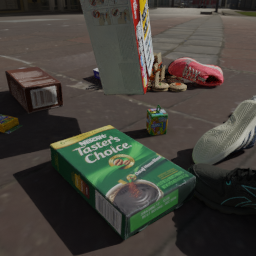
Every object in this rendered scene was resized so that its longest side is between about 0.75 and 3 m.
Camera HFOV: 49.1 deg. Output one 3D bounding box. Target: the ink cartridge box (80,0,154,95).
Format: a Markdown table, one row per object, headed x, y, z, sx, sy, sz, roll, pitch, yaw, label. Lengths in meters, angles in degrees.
| x | y | z | sx | sy | sz | roll | pitch | yaw | label |
| --- | --- | --- | --- | --- | --- | --- | --- | --- | --- |
| -0.090 | -2.831 | 7.617 | 1.233 | 2.941 | 2.582 | 1 | 44 | 14 | ink cartridge box |

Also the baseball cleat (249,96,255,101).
| x | y | z | sx | sy | sz | roll | pitch | yaw | label |
| --- | --- | --- | --- | --- | --- | --- | --- | --- | --- |
| 4.027 | -0.500 | 8.837 | 0.855 | 0.560 | 1.606 | 27 | 47 | 32 | baseball cleat |

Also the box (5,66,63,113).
| x | y | z | sx | sy | sz | roll | pitch | yaw | label |
| --- | --- | --- | --- | --- | --- | --- | --- | --- | --- |
| -3.474 | -1.478 | 10.234 | 1.293 | 0.968 | 2.583 | -16 | 33 | -29 | box |

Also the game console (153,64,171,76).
| x | y | z | sx | sy | sz | roll | pitch | yaw | label |
| --- | --- | --- | --- | --- | --- | --- | --- | --- | --- |
| 1.591 | -2.732 | 13.062 | 0.966 | 0.197 | 1.637 | -3 | 27 | -4 | game console |

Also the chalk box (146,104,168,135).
| x | y | z | sx | sy | sz | roll | pitch | yaw | label |
| --- | --- | --- | --- | --- | --- | --- | --- | --- | --- |
| 0.819 | -0.257 | 7.934 | 0.494 | 0.797 | 0.497 | -5 | 27 | -10 | chalk box |

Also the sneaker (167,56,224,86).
| x | y | z | sx | sy | sz | roll | pitch | yaw | label |
| --- | --- | --- | --- | --- | --- | --- | --- | --- | --- |
| 2.893 | -2.320 | 11.745 | 2.443 | 0.900 | 1.060 | 9 | 34 | -4 | sneaker |

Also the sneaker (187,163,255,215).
| x | y | z | sx | sy | sz | roll | pitch | yaw | label |
| --- | --- | --- | --- | --- | --- | --- | --- | --- | --- |
| 2.417 | 1.052 | 5.010 | 2.825 | 1.120 | 1.065 | 16 | 33 | 32 | sneaker |

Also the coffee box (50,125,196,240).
| x | y | z | sx | sy | sz | roll | pitch | yaw | label |
| --- | --- | --- | --- | --- | --- | --- | --- | --- | --- |
| -0.260 | 0.876 | 5.861 | 1.741 | 0.623 | 2.831 | -19 | 32 | -33 | coffee box |

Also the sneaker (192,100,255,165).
| x | y | z | sx | sy | sz | roll | pitch | yaw | label |
| --- | --- | --- | --- | --- | --- | --- | --- | --- | --- |
| 2.575 | 0.339 | 6.879 | 2.318 | 0.980 | 0.869 | -37 | 38 | -14 | sneaker |

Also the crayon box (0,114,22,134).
| x | y | z | sx | sy | sz | roll | pitch | yaw | label |
| --- | --- | --- | --- | --- | --- | --- | --- | --- | --- |
| -3.706 | -0.138 | 8.321 | 0.941 | 0.243 | 0.592 | 12 | 29 | 21 | crayon box |

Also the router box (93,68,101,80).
| x | y | z | sx | sy | sz | roll | pitch | yaw | label |
| --- | --- | --- | --- | --- | --- | --- | --- | --- | --- |
| -0.542 | -2.556 | 12.699 | 1.440 | 0.392 | 1.604 | -30 | 38 | -29 | router box |

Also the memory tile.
| x | y | z | sx | sy | sz | roll | pitch | yaw | label |
| --- | --- | --- | --- | --- | --- | --- | --- | --- | --- |
| 1.340 | -2.178 | 12.387 | 2.207 | 0.242 | 2.879 | 1 | 27 | 2 | memory tile |

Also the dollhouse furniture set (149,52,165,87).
| x | y | z | sx | sy | sz | roll | pitch | yaw | label |
| --- | --- | --- | --- | --- | --- | --- | --- | --- | --- |
| 0.768 | -2.468 | 11.792 | 1.744 | 0.898 | 1.725 | 23 | 50 | 25 | dollhouse furniture set |
